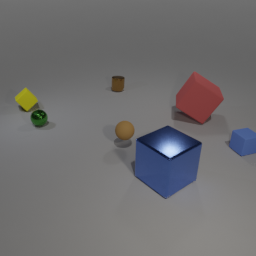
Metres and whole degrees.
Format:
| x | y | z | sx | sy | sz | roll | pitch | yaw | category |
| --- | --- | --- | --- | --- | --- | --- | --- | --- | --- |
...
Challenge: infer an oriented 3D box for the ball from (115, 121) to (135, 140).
| x | y | z | sx | sy | sz | roll | pitch | yaw | category |
| --- | --- | --- | --- | --- | --- | --- | --- | --- | --- |
| -0.114 | 0.088 | 9.993 | 0.700 | 0.700 | 0.700 | 0 | 29 | 0 | ball |

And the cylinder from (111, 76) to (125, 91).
| x | y | z | sx | sy | sz | roll | pitch | yaw | category |
| --- | --- | --- | --- | --- | --- | --- | --- | --- | --- |
| -0.542 | -2.424 | 15.254 | 0.700 | 0.700 | 0.700 | 3 | 24 | -1 | cylinder |

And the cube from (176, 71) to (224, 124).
| x | y | z | sx | sy | sz | roll | pitch | yaw | category |
| --- | --- | --- | --- | --- | --- | --- | --- | --- | --- |
| 3.013 | -1.320 | 11.993 | 1.400 | 1.400 | 1.400 | 31 | 28 | -7 | cube |

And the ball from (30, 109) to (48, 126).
| x | y | z | sx | sy | sz | roll | pitch | yaw | category |
| --- | --- | --- | --- | --- | --- | --- | --- | --- | --- |
| -3.717 | -0.429 | 11.714 | 0.700 | 0.700 | 0.700 | 0 | 29 | 0 | ball |

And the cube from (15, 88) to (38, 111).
| x | y | z | sx | sy | sz | roll | pitch | yaw | category |
| --- | --- | --- | --- | --- | --- | --- | --- | --- | --- |
| -4.730 | -1.340 | 13.034 | 0.700 | 0.700 | 0.700 | -44 | 31 | -4 | cube |

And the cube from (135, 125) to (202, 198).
| x | y | z | sx | sy | sz | roll | pitch | yaw | category |
| --- | --- | --- | --- | --- | --- | --- | --- | --- | --- |
| 1.183 | 0.964 | 8.487 | 1.400 | 1.400 | 1.400 | -21 | 36 | -34 | cube |

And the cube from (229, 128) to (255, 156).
| x | y | z | sx | sy | sz | roll | pitch | yaw | category |
| --- | --- | --- | --- | --- | --- | --- | --- | --- | --- |
| 4.189 | 0.487 | 10.059 | 0.700 | 0.700 | 0.700 | -9 | 30 | -19 | cube |
